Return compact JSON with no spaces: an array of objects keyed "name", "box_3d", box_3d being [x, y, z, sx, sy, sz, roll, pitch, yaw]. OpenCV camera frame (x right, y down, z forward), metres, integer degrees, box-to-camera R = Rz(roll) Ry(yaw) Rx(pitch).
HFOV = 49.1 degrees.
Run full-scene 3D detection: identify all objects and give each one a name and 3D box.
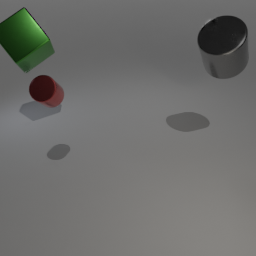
[{"name":"cube","box_3d":[-3.646,-3.035,9.912,1.400,1.400,1.400,-38,3,-8]},{"name":"cylinder","box_3d":[2.966,-2.458,8.677,1.400,1.400,1.400,-9,66,21]},{"name":"cylinder","box_3d":[-2.093,-0.936,7.260,0.700,0.700,0.700,3,-8,5]}]
